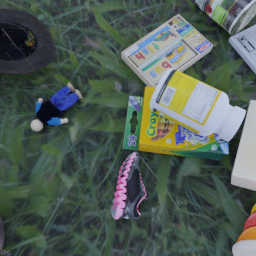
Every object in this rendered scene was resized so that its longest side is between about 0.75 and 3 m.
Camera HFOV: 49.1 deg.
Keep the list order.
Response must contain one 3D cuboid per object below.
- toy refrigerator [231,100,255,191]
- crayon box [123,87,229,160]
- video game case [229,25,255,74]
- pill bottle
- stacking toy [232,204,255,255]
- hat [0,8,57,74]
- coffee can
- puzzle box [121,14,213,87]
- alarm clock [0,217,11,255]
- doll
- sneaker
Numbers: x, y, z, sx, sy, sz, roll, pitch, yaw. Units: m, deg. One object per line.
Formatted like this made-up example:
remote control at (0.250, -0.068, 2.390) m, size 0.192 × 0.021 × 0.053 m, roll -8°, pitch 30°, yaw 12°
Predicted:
toy refrigerator at (3.377, 0.448, 7.401) m, size 0.775 × 0.841 × 2.215 m, roll 14°, pitch 68°, yaw 24°
crayon box at (1.312, -0.158, 7.791) m, size 2.762 × 0.712 × 1.737 m, roll 6°, pitch 69°, yaw 3°
video game case at (4.820, -2.393, 8.879) m, size 2.224 × 0.268 × 2.439 m, roll -27°, pitch 71°, yaw -9°
pill bottle at (1.690, -0.525, 6.901) m, size 2.099 × 1.176 × 1.176 m, roll 28°, pitch 72°, yaw 10°
stacking toy at (3.491, 2.279, 6.723) m, size 1.609 × 1.609 × 2.202 m, roll 22°, pitch 53°, yaw 8°
hat at (-3.566, -2.331, 8.315) m, size 2.678 × 1.080 × 2.678 m, roll 15°, pitch 56°, yaw -23°
coffee can at (3.111, -4.076, 8.935) m, size 1.335 × 1.335 × 1.824 m, roll -38°, pitch 74°, yaw -13°
puzzle box at (1.225, -2.408, 8.855) m, size 2.475 × 0.315 × 1.647 m, roll -38°, pitch 74°, yaw -13°
alarm clock at (-4.083, 2.447, 6.733) m, size 1.783 × 0.880 × 2.644 m, roll -38°, pitch 76°, yaw -13°
doll at (-2.110, -0.536, 8.103) m, size 1.151 × 0.409 × 1.687 m, roll 42°, pitch 74°, yaw 15°
sneaker at (0.145, 1.528, 7.278) m, size 0.842 × 0.697 × 1.764 m, roll 17°, pitch 73°, yaw -10°
